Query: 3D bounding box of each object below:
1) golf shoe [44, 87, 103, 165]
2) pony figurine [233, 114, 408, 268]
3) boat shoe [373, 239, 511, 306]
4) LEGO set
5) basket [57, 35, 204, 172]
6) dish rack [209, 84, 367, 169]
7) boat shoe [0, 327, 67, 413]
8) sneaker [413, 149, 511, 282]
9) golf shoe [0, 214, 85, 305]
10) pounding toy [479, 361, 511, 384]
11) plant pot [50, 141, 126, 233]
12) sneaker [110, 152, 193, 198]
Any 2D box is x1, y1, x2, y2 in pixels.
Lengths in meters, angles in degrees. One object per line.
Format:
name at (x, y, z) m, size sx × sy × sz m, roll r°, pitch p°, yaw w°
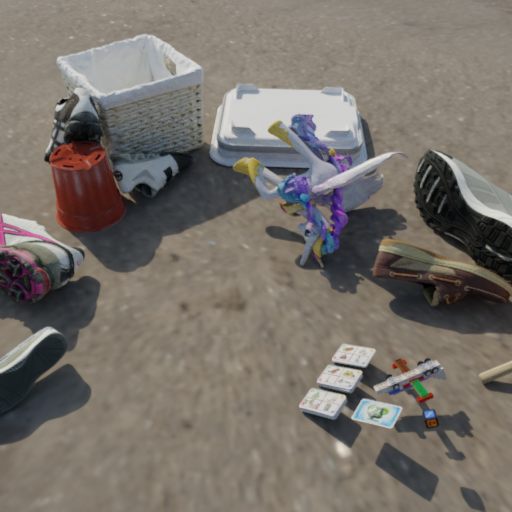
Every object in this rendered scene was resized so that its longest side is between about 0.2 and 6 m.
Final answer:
golf shoe at (-3.602, -2.484, 11.081) m, size 0.907 × 2.332 × 1.102 m, roll 0°, pitch 79°, yaw -36°
pony figurine at (1.151, -1.326, 9.934) m, size 2.423 × 2.091 × 2.510 m, roll -36°, pitch 77°, yaw -5°
boat shoe at (2.929, 0.428, 8.910) m, size 2.209 × 0.797 × 0.795 m, roll 20°, pitch 85°, yaw -2°
LEGO set at (1.663, 1.820, 7.425) m, size 1.791 × 0.440 × 1.338 m, roll 2°, pitch 34°, yaw 39°
basket at (-2.597, -3.299, 12.050) m, size 2.362 × 1.900 × 2.341 m, roll -27°, pitch 49°, yaw -25°
dish rack at (0.742, -3.078, 12.701) m, size 3.439 × 0.749 × 2.952 m, roll 2°, pitch 42°, yaw 1°
boat shoe at (-3.304, 1.578, 7.663) m, size 1.534 × 0.565 × 0.492 m, roll -45°, pitch 34°, yaw -21°
sneaker at (3.989, -0.792, 10.020) m, size 1.259 × 1.174 × 3.176 m, roll -10°, pitch 47°, yaw -27°
golf shoe at (-4.254, -0.169, 9.393) m, size 2.888 × 1.048 × 1.330 m, roll 25°, pitch 33°, yaw 17°
pounding toy at (4.352, 1.259, 7.387) m, size 1.745 × 1.895 × 1.347 m, roll -9°, pitch 41°, yaw -31°
plant pot at (-3.168, -1.332, 10.354) m, size 1.323 × 1.286 × 1.323 m, roll 0°, pitch 42°, yaw 0°
sneaker at (-2.044, -1.638, 11.222) m, size 0.747 × 0.892 × 2.016 m, roll 1°, pitch 12°, yaw 39°
